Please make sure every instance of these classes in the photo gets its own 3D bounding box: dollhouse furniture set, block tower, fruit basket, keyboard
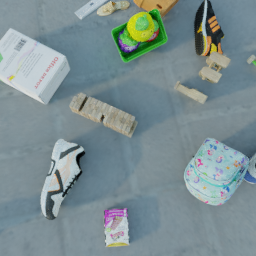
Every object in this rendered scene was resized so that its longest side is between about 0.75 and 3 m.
[{"bbox_3d":[2.705,-1.996,10.385,1.215,1.603,1.829,30,103,6],"label":"dollhouse furniture set"},{"bbox_3d":[-0.886,-0.499,10.414,2.493,0.721,0.673,24,76,5],"label":"block tower"},{"bbox_3d":[0.476,-3.518,10.439,2.174,2.174,1.568,-29,118,-7],"label":"fruit basket"},{"bbox_3d":[-1.513,-5.278,12.043,1.657,0.088,0.466,-40,73,-10],"label":"keyboard"}]

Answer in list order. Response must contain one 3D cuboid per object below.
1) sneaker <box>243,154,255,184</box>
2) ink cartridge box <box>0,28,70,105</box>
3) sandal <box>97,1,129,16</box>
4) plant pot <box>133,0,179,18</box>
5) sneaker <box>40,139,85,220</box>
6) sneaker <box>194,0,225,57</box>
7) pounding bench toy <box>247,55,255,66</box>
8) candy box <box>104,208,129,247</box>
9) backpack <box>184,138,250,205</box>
[{"bbox_3d":[5.073,0.797,9.652,1.036,1.481,2.564,37,78,8],"label":"sneaker"},{"bbox_3d":[-3.794,-2.324,10.706,2.544,1.068,1.842,28,77,7],"label":"ink cartridge box"},{"bbox_3d":[-0.638,-5.183,11.799,1.432,0.471,0.525,-16,75,-4],"label":"sandal"},{"bbox_3d":[1.294,-5.321,11.291,1.807,1.807,1.265,-45,96,-11],"label":"plant pot"},{"bbox_3d":[-2.215,1.768,9.644,1.108,1.021,2.769,10,75,1],"label":"sneaker"},{"bbox_3d":[3.359,-3.994,11.375,1.100,0.855,2.446,8,75,-12],"label":"sneaker"},{"bbox_3d":[5.427,-2.397,10.850,1.361,0.846,1.062,-14,76,-4],"label":"pounding bench toy"},{"bbox_3d":[-0.386,3.369,9.530,0.815,0.365,1.195,-4,75,-2],"label":"candy box"},{"bbox_3d":[2.870,1.463,9.328,1.773,1.504,1.997,31,76,29],"label":"backpack"}]
